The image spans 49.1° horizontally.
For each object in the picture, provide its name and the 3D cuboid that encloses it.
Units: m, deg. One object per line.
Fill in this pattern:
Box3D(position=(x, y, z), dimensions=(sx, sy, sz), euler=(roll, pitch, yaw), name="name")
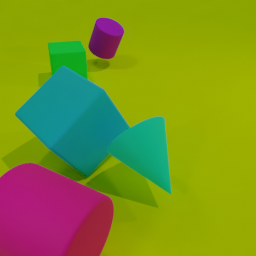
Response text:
Box3D(position=(-0.760, -3.070, 9.619), dimensions=(1.006, 1.006, 1.006), euler=(14, 47, -16), name="cylinder")
Box3D(position=(-1.077, -0.129, 5.697), dimensions=(1.397, 1.397, 1.397), euler=(34, 77, 37), name="cube")
Box3D(position=(-1.128, 1.378, 3.996), dimensions=(1.395, 1.395, 1.395), euler=(19, 40, 20), name="cylinder")
Box3D(position=(-1.932, -2.094, 8.987), dimensions=(1.074, 1.074, 1.074), euler=(-9, 36, -15), name="cube")
Box3D(position=(0.449, 0.647, 5.070), dimensions=(1.236, 1.236, 1.240), euler=(-22, 70, -27), name="cone")
